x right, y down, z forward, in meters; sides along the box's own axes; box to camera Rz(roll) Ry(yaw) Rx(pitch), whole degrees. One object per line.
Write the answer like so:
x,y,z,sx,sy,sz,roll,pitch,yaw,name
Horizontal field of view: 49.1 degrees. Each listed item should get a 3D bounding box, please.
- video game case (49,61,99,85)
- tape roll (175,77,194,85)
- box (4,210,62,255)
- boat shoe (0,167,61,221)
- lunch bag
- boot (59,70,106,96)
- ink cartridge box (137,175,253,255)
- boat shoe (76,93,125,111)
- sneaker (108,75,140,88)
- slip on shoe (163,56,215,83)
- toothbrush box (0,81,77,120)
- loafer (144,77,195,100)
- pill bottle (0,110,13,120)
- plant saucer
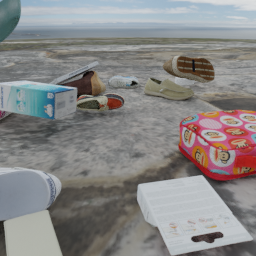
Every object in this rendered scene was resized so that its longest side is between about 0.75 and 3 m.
-2.688,-2.480,13.308,2.340,0.211,1.675,-33,13,-33,video game case
2.989,-2.514,14.719,0.999,0.349,0.999,0,21,0,tape roll
-1.199,1.841,3.663,0.682,0.567,1.660,-9,23,-22,box
-2.616,1.219,4.919,2.881,1.060,0.942,0,-5,4,boat shoe
2.697,0.356,6.692,2.529,1.036,2.228,-7,23,-17,lunch bag
-2.329,-2.070,12.899,2.017,0.877,2.425,-8,27,-24,boot
1.019,1.505,4.822,1.370,0.481,1.686,-5,30,-13,ink cartridge box
-1.003,-0.883,10.033,1.754,0.624,0.549,1,27,6,boat shoe
-0.161,-2.229,13.758,1.593,0.597,0.690,-7,28,-17,sneaker
2.548,-2.366,11.458,2.625,0.998,0.795,-3,1,-39,slip on shoe
-2.712,-0.892,8.467,1.929,0.823,1.412,9,15,15,toothbrush box
1.753,-1.741,12.214,2.307,0.788,0.873,11,24,24,loafer
-4.488,-0.875,9.758,1.030,1.030,1.817,3,22,8,pill bottle
-4.426,-3.574,9.816,0.456,2.370,2.370,41,17,-14,plant saucer
